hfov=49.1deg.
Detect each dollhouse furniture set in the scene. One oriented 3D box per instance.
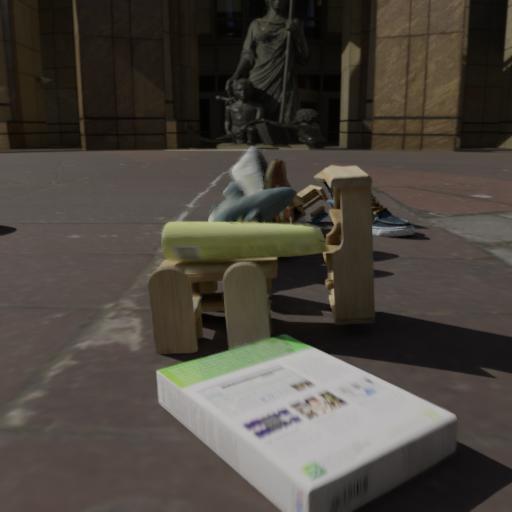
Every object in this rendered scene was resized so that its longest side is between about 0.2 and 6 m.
[{"bbox_3d":[0.058,-0.108,7.191,2.716,1.804,2.380,-3,14,3],"label":"dollhouse furniture set"},{"bbox_3d":[1.829,-1.398,14.923,1.789,1.261,1.254,-34,22,-10],"label":"dollhouse furniture set"}]

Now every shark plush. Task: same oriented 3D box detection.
[{"bbox_3d":[-0.316,-0.716,9.655,1.069,1.166,2.566,-6,9,33],"label":"shark plush"}]

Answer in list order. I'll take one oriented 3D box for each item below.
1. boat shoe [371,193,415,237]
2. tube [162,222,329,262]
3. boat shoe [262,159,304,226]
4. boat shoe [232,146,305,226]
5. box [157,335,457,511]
[{"bbox_3d":[2.762,-1.028,13.147,0.736,0.944,2.079,-13,19,-42],"label":"boat shoe"},{"bbox_3d":[-0.148,-0.190,7.110,2.074,0.538,0.602,0,23,17],"label":"tube"},{"bbox_3d":[0.514,-0.919,11.307,0.873,0.895,2.365,7,56,-1],"label":"boat shoe"},{"bbox_3d":[0.362,-1.579,13.516,0.972,0.845,2.637,5,40,-44],"label":"boat shoe"},{"bbox_3d":[0.326,1.310,4.792,1.562,0.393,2.164,-10,18,-35],"label":"box"}]
